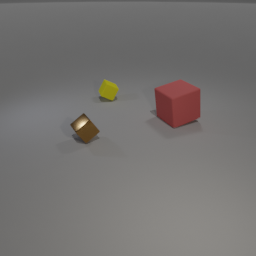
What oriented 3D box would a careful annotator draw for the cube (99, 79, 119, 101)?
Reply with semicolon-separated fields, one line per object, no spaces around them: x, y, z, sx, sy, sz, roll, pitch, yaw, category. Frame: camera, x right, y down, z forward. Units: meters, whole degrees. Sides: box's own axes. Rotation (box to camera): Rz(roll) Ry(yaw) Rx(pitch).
-0.988;-1.927;14.186;0.700;0.700;0.700;19;22;-27;cube

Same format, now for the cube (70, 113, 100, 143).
-1.627;0.005;10.579;0.700;0.700;0.700;-41;39;-5;cube

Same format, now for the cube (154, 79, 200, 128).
2.122;-1.073;12.016;1.400;1.400;1.400;-21;33;-18;cube
